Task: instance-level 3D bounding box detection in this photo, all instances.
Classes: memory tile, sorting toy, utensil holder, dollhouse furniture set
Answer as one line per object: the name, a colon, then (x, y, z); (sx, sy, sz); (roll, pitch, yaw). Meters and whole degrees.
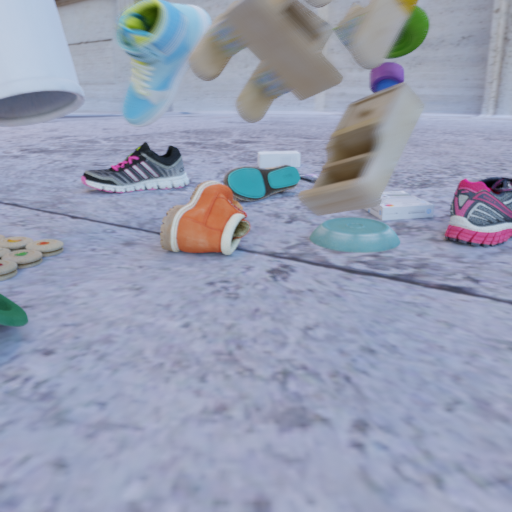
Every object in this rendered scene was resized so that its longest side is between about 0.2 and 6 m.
memory tile: (-4.354, -0.045, 8.673); (2.319, 0.195, 1.777); (5, 18, 15)
sorting toy: (2.009, -3.103, 8.211); (1.079, 1.072, 3.112); (1, -21, 9)
utensil holder: (-3.833, -3.266, 8.777); (1.737, 2.044, 1.737); (-16, 2, 1)
dollhouse furniture set: (0.338, -1.089, 3.799); (1.444, 0.940, 1.327); (38, -22, -26)

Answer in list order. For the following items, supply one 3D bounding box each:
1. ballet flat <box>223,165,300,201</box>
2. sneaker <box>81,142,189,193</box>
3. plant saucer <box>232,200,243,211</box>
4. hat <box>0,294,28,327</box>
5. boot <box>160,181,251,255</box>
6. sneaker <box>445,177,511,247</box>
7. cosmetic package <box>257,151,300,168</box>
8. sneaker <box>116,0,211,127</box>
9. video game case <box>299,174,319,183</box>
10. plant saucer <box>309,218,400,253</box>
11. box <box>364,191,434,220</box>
ballet flat: (0.001, -1.653, 13.078); (2.400, 0.817, 0.807); (-10, -1, -42)
sneaker: (-3.000, -2.239, 13.937); (2.672, 1.169, 0.986); (-7, 19, -22)
plant saucer: (-0.759, -1.041, 11.827); (0.965, 0.181, 0.965); (1, 18, 0)
hat: (-3.713, 0.975, 5.492); (2.166, 1.906, 1.794); (33, -9, -35)
boot: (-0.618, -0.627, 9.592); (1.252, 0.876, 2.335); (7, 27, 12)
sneaker: (4.538, -0.913, 9.953); (2.874, 1.073, 1.159); (-13, 22, -37)
cosmetic package: (0.705, -3.025, 17.586); (1.277, 0.455, 0.648); (-2, 18, -5)
sneaker: (-1.281, -2.151, 6.213); (0.635, 1.597, 1.042); (46, 26, 17)
video game case: (1.816, -2.162, 15.472); (1.152, 0.109, 0.823); (-10, 20, -25)
plant saucer: (1.702, -0.406, 9.677); (1.557, 0.280, 1.557); (0, 17, 0)
box: (2.874, -1.072, 11.732); (1.120, 0.296, 1.437); (-4, 17, -11)
